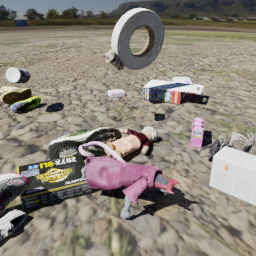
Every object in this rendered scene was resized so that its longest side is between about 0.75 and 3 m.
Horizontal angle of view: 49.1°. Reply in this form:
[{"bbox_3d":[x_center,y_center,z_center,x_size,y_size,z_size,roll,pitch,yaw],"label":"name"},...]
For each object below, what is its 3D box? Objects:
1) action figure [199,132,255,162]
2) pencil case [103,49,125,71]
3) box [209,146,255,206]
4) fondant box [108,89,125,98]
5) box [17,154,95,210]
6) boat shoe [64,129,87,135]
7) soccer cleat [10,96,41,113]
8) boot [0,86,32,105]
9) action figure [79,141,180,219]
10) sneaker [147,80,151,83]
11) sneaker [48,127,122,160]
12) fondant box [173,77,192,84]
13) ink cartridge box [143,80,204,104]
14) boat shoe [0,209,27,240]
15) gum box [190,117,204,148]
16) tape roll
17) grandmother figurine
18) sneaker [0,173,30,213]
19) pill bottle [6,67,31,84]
[{"bbox_3d":[3.499,0.727,8.618,2.530,1.291,1.504,23,22,38],"label":"action figure"},{"bbox_3d":[-0.488,-2.508,10.472,0.428,0.492,1.100,30,3,24],"label":"pencil case"},{"bbox_3d":[3.197,1.319,7.634,1.643,1.022,0.801,21,32,37],"label":"box"},{"bbox_3d":[-0.641,-1.926,15.542,0.832,0.242,0.600,-9,27,-17],"label":"fondant box"},{"bbox_3d":[-2.092,1.458,8.016,1.931,0.476,1.542,-10,25,-20],"label":"box"},{"bbox_3d":[-2.116,0.342,10.400,1.331,0.457,0.560,-22,32,-37],"label":"boat shoe"},{"bbox_3d":[-4.952,-1.209,13.631,0.693,0.536,1.657,17,31,25],"label":"soccer cleat"},{"bbox_3d":[-6.228,-1.759,14.644,1.473,0.690,1.896,12,26,23],"label":"boot"},{"bbox_3d":[0.175,1.173,7.232,2.484,1.850,1.664,-1,15,33],"label":"action figure"},{"bbox_3d":[1.595,-2.549,16.777,0.530,0.453,1.216,-7,32,-39],"label":"sneaker"},{"bbox_3d":[-1.514,0.400,9.720,2.673,1.028,1.184,-10,23,-24],"label":"sneaker"},{"bbox_3d":[3.309,-2.756,17.124,1.016,0.410,1.408,1,26,2],"label":"fondant box"},{"bbox_3d":[2.429,-1.894,14.902,2.962,0.746,1.614,10,27,18],"label":"ink cartridge box"},{"bbox_3d":[-2.765,2.281,6.364,0.373,0.408,1.134,4,17,19],"label":"boat shoe"},{"bbox_3d":[2.623,0.136,10.561,0.409,0.702,1.236,6,26,13],"label":"gum box"},{"bbox_3d":[0.501,-3.961,12.640,2.703,2.703,0.494,-16,37,-30],"label":"tape roll"},{"bbox_3d":[0.222,0.474,9.988,2.268,0.687,1.375,-20,59,-42],"label":"grandmother figurine"},{"bbox_3d":[-3.213,1.835,6.577,2.035,0.821,0.760,-35,44,-9],"label":"sneaker"},{"bbox_3d":[-4.817,-2.317,12.485,0.670,0.670,1.261,2,8,5],"label":"pill bottle"}]
